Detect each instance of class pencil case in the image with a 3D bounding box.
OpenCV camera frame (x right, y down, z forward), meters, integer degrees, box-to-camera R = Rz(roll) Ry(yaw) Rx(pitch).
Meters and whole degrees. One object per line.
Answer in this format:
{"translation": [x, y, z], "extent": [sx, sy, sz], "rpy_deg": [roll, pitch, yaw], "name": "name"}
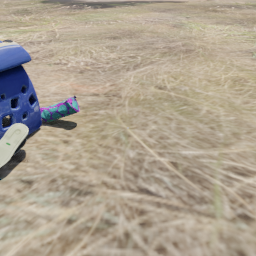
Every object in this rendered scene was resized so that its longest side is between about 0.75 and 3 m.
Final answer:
{"translation": [-1.746, -0.474, 7.142], "extent": [1.019, 0.471, 0.434], "rpy_deg": [-17, 47, 20], "name": "pencil case"}

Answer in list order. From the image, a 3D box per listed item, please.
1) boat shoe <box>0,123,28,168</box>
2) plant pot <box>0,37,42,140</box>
{"translation": [-2.519, 0.508, 5.620], "extent": [0.499, 0.470, 1.389], "rpy_deg": [34, 49, 0], "name": "boat shoe"}
{"translation": [-3.526, -0.841, 5.978], "extent": [2.421, 2.177, 2.421], "rpy_deg": [22, 34, 19], "name": "plant pot"}
